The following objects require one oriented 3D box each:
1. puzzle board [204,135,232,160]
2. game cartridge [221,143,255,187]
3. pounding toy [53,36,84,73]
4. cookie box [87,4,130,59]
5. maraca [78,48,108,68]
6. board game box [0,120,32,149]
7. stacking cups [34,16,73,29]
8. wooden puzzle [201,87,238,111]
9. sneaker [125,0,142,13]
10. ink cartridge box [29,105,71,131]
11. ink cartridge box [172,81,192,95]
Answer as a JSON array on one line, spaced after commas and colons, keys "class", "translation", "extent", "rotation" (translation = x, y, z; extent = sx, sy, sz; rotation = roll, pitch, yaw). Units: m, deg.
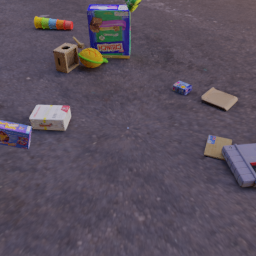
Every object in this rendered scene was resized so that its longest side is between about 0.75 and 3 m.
[{"class": "puzzle board", "translation": [3.043, 0.661, 9.438], "extent": [0.804, 0.093, 1.067], "rotation": [13, 40, 17]}, {"class": "game cartridge", "translation": [4.308, 1.058, 8.633], "extent": [2.375, 0.456, 1.540], "rotation": [-4, 37, -8]}, {"class": "pounding toy", "translation": [-2.910, -3.814, 13.830], "extent": [0.783, 1.503, 1.710], "rotation": [16, 42, 19]}, {"class": "cookie box", "translation": [-0.914, -4.923, 14.421], "extent": [2.131, 2.491, 0.936], "rotation": [2, 41, 4]}, {"class": "maraca", "translation": [-1.738, -3.507, 14.019], "extent": [1.186, 0.925, 1.729], "rotation": [36, 28, 20]}, {"class": "board game box", "translation": [-2.737, 0.143, 6.397], "extent": [0.975, 0.656, 0.218], "rotation": [12, 49, -14]}, {"class": "stacking cups", "translation": [-4.788, -6.804, 18.171], "extent": [2.423, 0.733, 0.733], "rotation": [4, 39, 4]}, {"class": "wooden puzzle", "translation": [3.800, -1.196, 11.660], "extent": [1.191, 0.222, 1.102], "rotation": [32, 48, 27]}, {"class": "sneaker", "translation": [-0.004, -4.971, 10.274], "extent": [0.850, 0.753, 2.033], "rotation": [20, 43, -31]}, {"class": "ink cartridge box", "translation": [-2.851, -0.394, 10.382], "extent": [1.265, 0.527, 0.918], "rotation": [3, 39, 4]}, {"class": "ink cartridge box", "translation": [2.421, -1.728, 12.232], "extent": [0.786, 0.300, 0.536], "rotation": [29, 47, 29]}]
